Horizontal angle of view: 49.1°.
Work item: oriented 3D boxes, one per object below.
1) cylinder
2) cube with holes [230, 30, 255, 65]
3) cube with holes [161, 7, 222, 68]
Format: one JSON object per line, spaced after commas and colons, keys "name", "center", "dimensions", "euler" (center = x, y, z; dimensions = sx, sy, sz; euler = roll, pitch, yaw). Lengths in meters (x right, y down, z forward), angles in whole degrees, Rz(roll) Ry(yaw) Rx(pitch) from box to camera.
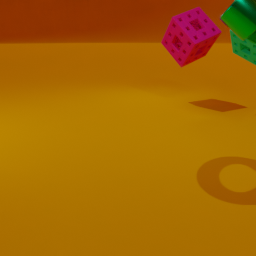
{"name": "cylinder", "center": [3.062, -2.939, 7.369], "dimensions": [0.898, 0.898, 0.898], "euler": [44, 26, 1]}
{"name": "cube with holes", "center": [3.828, -2.684, 8.247], "dimensions": [1.058, 1.058, 1.058], "euler": [46, 0, 34]}
{"name": "cube with holes", "center": [2.239, -3.264, 10.113], "dimensions": [1.282, 1.282, 1.282], "euler": [-29, 74, -23]}
